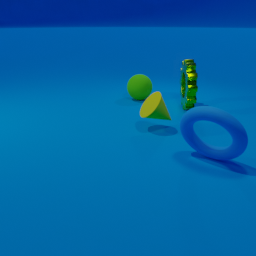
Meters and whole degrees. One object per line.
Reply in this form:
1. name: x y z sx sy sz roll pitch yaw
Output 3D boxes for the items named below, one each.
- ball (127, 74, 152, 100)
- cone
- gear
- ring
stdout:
1. ball: 0.486 -1.695 11.623 1.058 1.058 1.058 0 22 0
2. cone: 1.007 -0.473 8.550 0.925 0.922 0.922 33 10 -24
3. gear: 2.198 -1.578 10.254 0.334 1.805 1.805 -1 22 2
4. ring: 1.946 0.146 6.485 1.588 1.588 0.318 15 52 33
